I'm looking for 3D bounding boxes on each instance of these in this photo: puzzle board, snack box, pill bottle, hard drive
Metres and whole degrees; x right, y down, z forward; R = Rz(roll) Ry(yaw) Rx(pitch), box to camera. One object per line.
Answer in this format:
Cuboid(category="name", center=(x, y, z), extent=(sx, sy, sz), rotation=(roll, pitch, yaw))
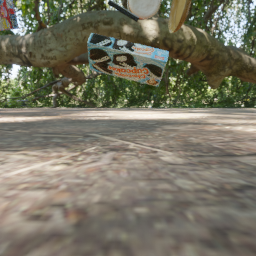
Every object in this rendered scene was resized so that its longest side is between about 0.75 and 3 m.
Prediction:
Cuboid(category="puzzle board", center=(-3.823, -3.534, 8.518), extent=(0.798, 1.058, 0.092), rotation=(-21, 21, -35))
Cuboid(category="snack box", center=(-0.023, -1.301, 5.473), extent=(1.488, 0.276, 0.865), rotation=(14, -23, 2))
Cuboid(category="pill bottle", center=(0.459, -3.960, 8.906), extent=(0.962, 0.962, 1.654), rotation=(0, 19, -3))
Cuboid(category="hard drive", center=(-0.113, -3.163, 7.579), extent=(0.886, 0.146, 0.618), rotation=(29, 19, -7))

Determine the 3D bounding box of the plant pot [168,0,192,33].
Cuboid(category="plant pot", center=(1.467, -3.403, 7.765), extent=(0.211, 1.538, 1.538), rotation=(10, 4, -8))
